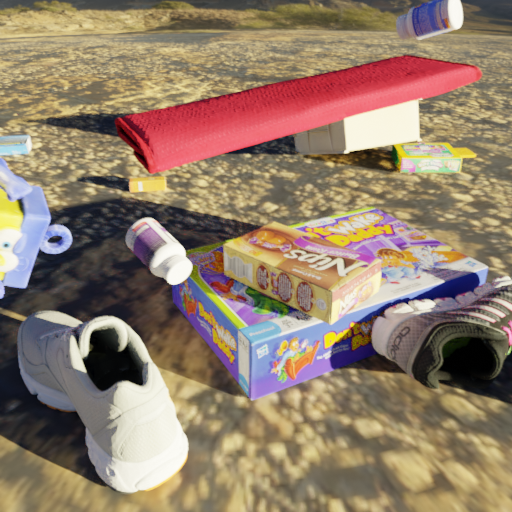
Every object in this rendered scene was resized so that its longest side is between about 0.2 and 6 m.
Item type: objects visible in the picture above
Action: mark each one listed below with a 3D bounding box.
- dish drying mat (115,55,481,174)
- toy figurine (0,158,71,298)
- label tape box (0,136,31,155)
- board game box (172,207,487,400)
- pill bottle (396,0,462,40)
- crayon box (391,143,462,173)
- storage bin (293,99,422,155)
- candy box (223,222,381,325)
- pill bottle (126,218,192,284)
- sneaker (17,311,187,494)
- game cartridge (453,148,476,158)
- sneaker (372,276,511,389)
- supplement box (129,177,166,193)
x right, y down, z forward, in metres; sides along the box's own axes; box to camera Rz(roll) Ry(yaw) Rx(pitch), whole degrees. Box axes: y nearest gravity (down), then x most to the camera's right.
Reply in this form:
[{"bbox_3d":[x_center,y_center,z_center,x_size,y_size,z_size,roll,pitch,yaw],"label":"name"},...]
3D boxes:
[{"bbox_3d":[0.570,-2.022,7.540,4.650,0.423,1.786,-18,29,-18],"label":"dish drying mat"},{"bbox_3d":[-2.110,-0.482,4.263,1.491,2.489,1.313,14,30,-31],"label":"toy figurine"},{"bbox_3d":[-6.346,-2.848,14.643,0.748,0.328,1.038,-6,28,-12],"label":"label tape box"},{"bbox_3d":[0.938,0.408,7.783,3.616,0.809,2.431,-14,31,-26],"label":"board game box"},{"bbox_3d":[2.699,-3.706,8.795,0.918,0.515,0.515,0,21,42],"label":"pill bottle"},{"bbox_3d":[4.121,-2.393,13.665,1.413,0.412,1.219,0,28,2],"label":"crayon box"},{"bbox_3d":[2.483,-3.284,14.172,2.395,1.122,2.377,-14,15,-25],"label":"storage bin"},{"bbox_3d":[0.528,0.152,6.849,1.704,0.481,0.994,22,35,39],"label":"candy box"},{"bbox_3d":[-1.142,-0.043,6.641,0.464,0.464,0.834,-22,50,-36],"label":"pill bottle"},{"bbox_3d":[-1.725,1.053,5.944,1.112,1.351,2.937,-22,34,-38],"label":"sneaker"},{"bbox_3d":[5.353,-2.676,14.589,0.521,0.096,0.592,-3,30,-5],"label":"game cartridge"},{"bbox_3d":[2.723,0.976,6.617,2.548,0.940,1.115,-9,32,-13],"label":"sneaker"},{"bbox_3d":[-2.368,-1.563,12.232,0.782,0.269,0.260,-7,29,-9],"label":"supplement box"}]
